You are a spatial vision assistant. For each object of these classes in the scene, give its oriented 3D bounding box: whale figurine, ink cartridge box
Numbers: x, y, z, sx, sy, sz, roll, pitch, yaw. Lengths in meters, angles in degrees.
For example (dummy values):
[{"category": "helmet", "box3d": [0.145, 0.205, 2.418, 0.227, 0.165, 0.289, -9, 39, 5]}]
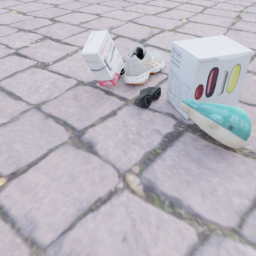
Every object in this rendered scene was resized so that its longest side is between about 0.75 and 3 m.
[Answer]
[{"category": "whale figurine", "box3d": [2.537, -0.330, 8.006, 2.083, 1.081, 1.657, 37, 12, 19]}, {"category": "ink cartridge box", "box3d": [-0.899, -2.564, 10.430, 0.722, 1.702, 1.240, 2, 58, 27]}]

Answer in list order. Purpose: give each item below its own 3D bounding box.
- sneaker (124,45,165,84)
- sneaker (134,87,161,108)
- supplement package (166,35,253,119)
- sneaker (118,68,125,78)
[{"category": "sneaker", "box3d": [0.747, -2.868, 11.543, 1.059, 1.286, 2.797, 10, 36, 25]}, {"category": "sneaker", "box3d": [0.621, -1.127, 10.071, 0.635, 0.531, 1.399, 19, 34, 33]}, {"category": "supplement package", "box3d": [2.607, -1.731, 9.391, 2.043, 2.136, 1.571, -13, 39, -17]}, {"category": "sneaker", "box3d": [-0.507, -2.194, 11.603, 0.864, 0.319, 0.342, -36, 22, -33]}]
